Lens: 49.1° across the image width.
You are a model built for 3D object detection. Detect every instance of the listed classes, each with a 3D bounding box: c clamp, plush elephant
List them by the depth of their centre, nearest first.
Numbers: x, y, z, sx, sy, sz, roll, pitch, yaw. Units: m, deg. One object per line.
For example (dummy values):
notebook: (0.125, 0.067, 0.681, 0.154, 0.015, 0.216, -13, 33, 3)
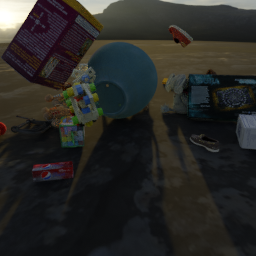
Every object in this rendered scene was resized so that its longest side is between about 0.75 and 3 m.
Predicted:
c clamp: (-3.602, -0.073, 10.171, 1.561, 0.247, 1.827, 7, 15, -3)
plush elephant: (2.408, -1.565, 11.956, 2.191, 1.696, 1.805, -5, 22, -12)

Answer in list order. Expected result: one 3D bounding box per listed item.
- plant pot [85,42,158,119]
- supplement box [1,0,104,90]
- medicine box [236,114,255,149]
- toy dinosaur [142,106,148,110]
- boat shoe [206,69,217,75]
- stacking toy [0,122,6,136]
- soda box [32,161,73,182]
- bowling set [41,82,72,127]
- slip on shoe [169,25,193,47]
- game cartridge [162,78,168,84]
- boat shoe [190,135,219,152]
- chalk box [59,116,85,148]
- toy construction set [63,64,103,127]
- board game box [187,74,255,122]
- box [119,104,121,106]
plant pot: (-0.469, -1.506, 10.496, 2.940, 2.940, 1.980, 5, 31, 12)
supplement box: (-2.498, -2.982, 9.618, 1.523, 2.952, 1.933, 39, 9, 11)
medicine box: (4.336, 0.140, 9.028, 1.409, 0.725, 1.283, 6, 23, 12)
toy dinosaur: (0.150, -1.594, 13.203, 1.504, 0.855, 2.832, -16, 27, -32)
boat shoe: (4.044, -2.315, 14.456, 0.731, 0.686, 2.031, -15, 29, 47)
stacking toy: (-4.507, 0.203, 9.032, 0.737, 0.737, 1.726, 3, 18, 8)
soda box: (-1.904, 1.108, 7.146, 0.990, 0.347, 0.314, -5, 22, -10)
bowling set: (-2.757, -1.001, 10.907, 1.168, 1.514, 2.175, -13, 21, -35)
slip on shoe: (2.167, -3.986, 12.136, 0.669, 0.553, 1.806, 30, 20, -35)
game cartridge: (2.611, -2.874, 17.309, 0.888, 0.163, 1.008, 5, 25, 13)
boat shoe: (2.432, 0.401, 8.910, 0.406, 0.336, 1.129, -12, 25, -28)
chalk box: (-1.783, 0.156, 8.964, 0.751, 0.755, 1.214, -3, 21, -7)
toy construction set: (-1.197, -0.807, 7.126, 0.957, 1.362, 2.078, -13, 32, -1)
board game box: (3.749, -1.200, 11.053, 2.743, 1.855, 0.386, 3, -13, 6)
box: (-0.042, -1.398, 11.847, 1.153, 0.805, 1.515, -37, 33, -20)
